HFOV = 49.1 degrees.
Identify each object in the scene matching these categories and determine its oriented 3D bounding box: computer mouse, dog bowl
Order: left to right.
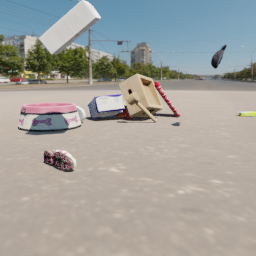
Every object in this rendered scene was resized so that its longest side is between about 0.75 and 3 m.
[{"bbox_3d":[-3.250,-0.529,11.677,2.574,0.949,2.574,0,9,0],"label":"dog bowl"},{"bbox_3d":[3.267,-2.560,10.281,0.304,0.798,1.153,23,42,15],"label":"computer mouse"}]

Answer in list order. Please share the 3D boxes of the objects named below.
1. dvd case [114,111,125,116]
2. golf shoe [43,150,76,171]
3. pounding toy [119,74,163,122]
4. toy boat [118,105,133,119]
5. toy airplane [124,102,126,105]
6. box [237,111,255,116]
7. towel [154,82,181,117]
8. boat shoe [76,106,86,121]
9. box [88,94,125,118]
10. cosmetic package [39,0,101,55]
[{"bbox_3d":[-0.709,-0.918,16.135,1.466,0.180,2.055,0,10,-2],"label":"dvd case"},{"bbox_3d":[-1.451,0.670,6.344,0.521,0.411,1.132,-9,13,-42],"label":"golf shoe"},{"bbox_3d":[0.468,-1.178,13.274,1.265,2.430,2.766,-25,-12,28],"label":"pounding toy"},{"bbox_3d":[-0.170,-0.742,14.244,0.687,0.686,1.051,-32,14,-5],"label":"toy boat"},{"bbox_3d":[-0.216,-1.338,17.316,0.856,0.607,0.860,-7,13,-32],"label":"toy airplane"},{"bbox_3d":[6.413,-0.761,15.088,0.949,0.226,0.578,1,10,8],"label":"box"},{"bbox_3d":[2.060,-1.570,14.974,0.243,2.162,1.564,-36,7,6],"label":"towel"},{"bbox_3d":[-2.539,-0.768,13.420,2.213,0.783,1.004,6,15,41],"label":"boat shoe"},{"bbox_3d":[-1.082,-1.047,13.722,1.368,0.780,1.488,-9,-7,-22],"label":"box"},{"bbox_3d":[-1.632,-2.829,7.959,1.668,0.617,0.848,-36,13,16],"label":"cosmetic package"}]
